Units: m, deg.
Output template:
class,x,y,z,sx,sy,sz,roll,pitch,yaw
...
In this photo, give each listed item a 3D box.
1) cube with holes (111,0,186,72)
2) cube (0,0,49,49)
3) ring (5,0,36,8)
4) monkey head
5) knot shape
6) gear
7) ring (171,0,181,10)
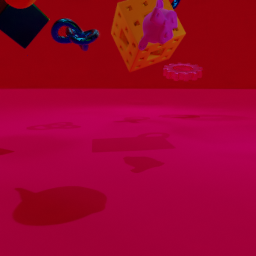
class,x,y,z,sx,sy,sz,roll,pitch,yaw
cube with holes,0.478,-2.549,7.538,1.314,1.314,1.314,-22,-9,-15
cube,-2.694,-2.692,6.704,0.960,0.960,0.960,42,2,36
ring,-1.900,-2.831,4.905,1.375,1.375,0.275,7,12,37
monkey head,0.565,-2.184,5.817,0.705,1.169,0.841,26,4,39
knot shape,-1.827,-3.410,10.385,1.612,0.796,1.723,15,5,29
gear,2.521,-2.608,12.907,1.770,0.327,1.770,-1,29,1
ring,1.304,-4.227,8.966,1.124,1.124,0.225,-7,42,-39
